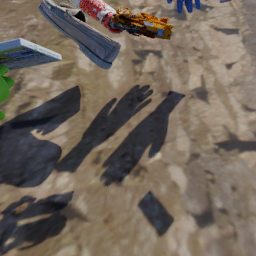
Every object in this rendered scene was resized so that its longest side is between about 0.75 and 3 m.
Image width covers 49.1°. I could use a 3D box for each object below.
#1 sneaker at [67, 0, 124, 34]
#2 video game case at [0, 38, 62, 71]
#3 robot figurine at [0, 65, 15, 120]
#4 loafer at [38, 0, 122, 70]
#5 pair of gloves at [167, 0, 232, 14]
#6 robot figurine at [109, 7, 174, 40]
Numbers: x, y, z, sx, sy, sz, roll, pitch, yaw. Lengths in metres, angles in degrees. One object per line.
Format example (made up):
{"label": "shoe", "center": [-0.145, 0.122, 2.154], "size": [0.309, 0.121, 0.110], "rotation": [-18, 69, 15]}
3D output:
{"label": "sneaker", "center": [-0.945, -3.741, 8.867], "size": [0.700, 2.097, 1.124], "rotation": [-53, 44, 17]}
{"label": "video game case", "center": [-2.656, -1.679, 6.562], "size": [1.632, 1.485, 0.180], "rotation": [-5, 89, 20]}
{"label": "robot figurine", "center": [-3.327, -0.757, 6.153], "size": [0.958, 1.452, 1.655], "rotation": [20, 53, 26]}
{"label": "loafer", "center": [-1.346, -2.933, 8.121], "size": [2.883, 0.907, 1.037], "rotation": [44, 24, 9]}
{"label": "pair of gloves", "center": [2.679, -4.698, 8.787], "size": [2.973, 2.390, 0.339], "rotation": [-8, 68, 9]}
{"label": "robot figurine", "center": [0.310, -2.627, 6.996], "size": [1.543, 0.449, 1.119], "rotation": [8, 36, -13]}
